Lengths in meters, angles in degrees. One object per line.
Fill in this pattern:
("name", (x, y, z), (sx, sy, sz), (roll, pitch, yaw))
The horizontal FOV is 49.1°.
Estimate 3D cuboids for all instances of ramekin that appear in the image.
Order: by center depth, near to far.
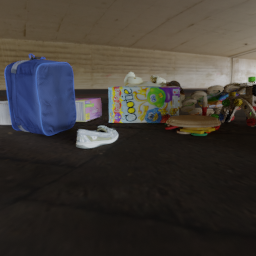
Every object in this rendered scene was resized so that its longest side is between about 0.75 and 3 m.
("ramekin", (-4.300, -0.596, 10.520), (1.595, 0.777, 1.595), (0, 10, 0))

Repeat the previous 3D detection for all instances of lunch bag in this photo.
("lunch bag", (-2.650, -1.012, 8.327), (1.545, 2.335, 1.586), (5, 13, 28))

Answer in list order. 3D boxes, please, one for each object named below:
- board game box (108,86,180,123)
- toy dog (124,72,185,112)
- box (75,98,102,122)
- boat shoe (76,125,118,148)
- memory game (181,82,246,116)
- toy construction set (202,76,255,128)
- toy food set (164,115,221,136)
("board game box", (0.584, -0.926, 10.743), (2.579, 1.352, 1.328), (0, 10, 1))
("toy dog", (1.153, -1.508, 12.667), (2.780, 1.940, 2.695), (5, 13, 17))
("box", (-2.095, -0.758, 11.180), (1.650, 0.798, 1.451), (2, 10, 19))
("boat shoe", (-0.739, 0.160, 7.032), (0.542, 0.472, 1.471), (7, 12, 34))
("memory game", (3.540, -1.025, 11.019), (2.970, 0.189, 2.970), (-4, -18, -1))
("toy construction set", (3.740, -0.943, 9.858), (2.206, 1.695, 1.839), (-1, 10, -4))
("toy food set", (1.998, -0.116, 8.793), (1.716, 0.422, 1.734), (-10, 14, -44))
